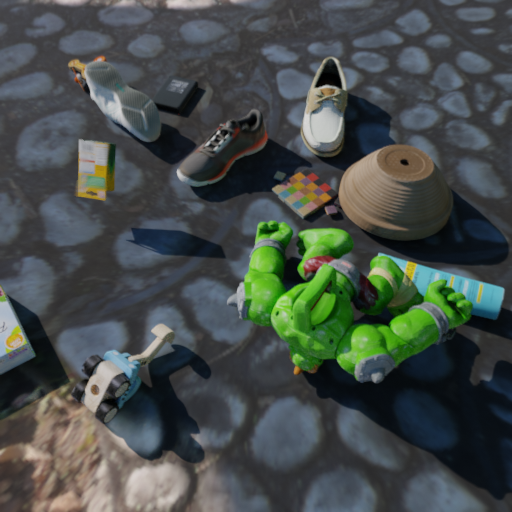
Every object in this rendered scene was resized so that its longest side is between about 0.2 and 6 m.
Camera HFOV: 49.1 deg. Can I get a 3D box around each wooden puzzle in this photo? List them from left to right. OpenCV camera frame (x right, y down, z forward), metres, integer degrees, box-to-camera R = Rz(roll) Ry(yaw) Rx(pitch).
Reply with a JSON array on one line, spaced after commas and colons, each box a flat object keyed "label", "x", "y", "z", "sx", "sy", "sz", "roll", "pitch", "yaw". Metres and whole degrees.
[{"label": "wooden puzzle", "x": 1.035, "y": -1.313, "z": 11.772, "sx": 0.987, "sy": 0.117, "sz": 1.665, "roll": -33, "pitch": 60, "yaw": -22}]

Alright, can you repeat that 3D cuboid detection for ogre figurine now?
[{"label": "ogre figurine", "x": 1.218, "y": 0.681, "z": 9.226, "sx": 3.876, "sy": 1.902, "sz": 2.324, "roll": 38, "pitch": 49, "yaw": 12}]

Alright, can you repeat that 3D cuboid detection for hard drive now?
[{"label": "hard drive", "x": -2.003, "y": -3.952, "z": 13.691, "sx": 0.784, "sy": 0.185, "sz": 1.124, "roll": 16, "pitch": 55, "yaw": 12}]

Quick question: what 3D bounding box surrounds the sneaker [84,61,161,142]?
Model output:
[{"label": "sneaker", "x": -3.020, "y": -3.406, "z": 12.890, "sx": 0.844, "sy": 0.961, "sz": 2.399, "roll": -35, "pitch": 74, "yaw": -28}]

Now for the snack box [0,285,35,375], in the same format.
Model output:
[{"label": "snack box", "x": -4.718, "y": 1.341, "z": 9.535, "sx": 1.329, "sy": 0.533, "sz": 1.576, "roll": -28, "pitch": 60, "yaw": -20}]

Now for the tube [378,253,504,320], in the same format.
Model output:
[{"label": "tube", "x": 3.235, "y": 0.582, "z": 10.141, "sx": 2.254, "sy": 0.568, "sz": 0.873, "roll": 14, "pitch": 58, "yaw": 17}]

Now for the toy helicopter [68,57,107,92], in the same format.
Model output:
[{"label": "toy helicopter", "x": -4.312, "y": -4.627, "z": 14.102, "sx": 1.367, "sy": 0.539, "sz": 0.904, "roll": 29, "pitch": 67, "yaw": 32}]

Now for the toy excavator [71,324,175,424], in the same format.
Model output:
[{"label": "toy excavator", "x": -2.069, "y": 1.820, "z": 9.096, "sx": 0.735, "sy": 1.471, "sz": 1.430, "roll": 32, "pitch": 104, "yaw": 20}]

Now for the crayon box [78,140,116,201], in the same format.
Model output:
[{"label": "crayon box", "x": -3.082, "y": -1.654, "z": 10.821, "sx": 0.684, "sy": 1.087, "sz": 0.280, "roll": 11, "pitch": 13, "yaw": 22}]

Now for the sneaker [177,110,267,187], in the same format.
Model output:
[{"label": "sneaker", "x": -0.762, "y": -2.437, "z": 12.060, "sx": 0.925, "sy": 0.983, "sz": 2.400, "roll": 37, "pitch": 62, "yaw": 24}]

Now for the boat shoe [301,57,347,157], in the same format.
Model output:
[{"label": "boat shoe", "x": 1.574, "y": -3.466, "z": 12.859, "sx": 1.021, "sy": 0.934, "sz": 2.732, "roll": 3, "pitch": 53, "yaw": 2}]

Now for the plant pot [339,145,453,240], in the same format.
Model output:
[{"label": "plant pot", "x": 2.872, "y": -1.478, "z": 11.213, "sx": 2.282, "sy": 1.053, "sz": 2.282, "roll": 2, "pitch": 49, "yaw": -2}]
